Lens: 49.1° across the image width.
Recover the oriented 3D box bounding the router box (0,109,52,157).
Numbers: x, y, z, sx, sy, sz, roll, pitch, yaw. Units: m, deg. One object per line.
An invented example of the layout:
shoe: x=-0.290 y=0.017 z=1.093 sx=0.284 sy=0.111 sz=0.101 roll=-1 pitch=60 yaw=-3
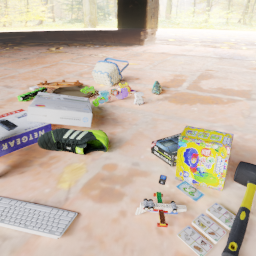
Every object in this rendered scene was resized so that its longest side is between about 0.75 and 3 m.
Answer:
router box: x=-4.061 y=0.118 z=9.488 sx=2.010 sy=0.547 sz=2.239 roll=21 pitch=32 yaw=37

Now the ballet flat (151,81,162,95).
ballet flat: x=1.497 y=-2.029 z=14.379 sx=0.546 sy=0.546 sz=1.470 roll=5 pitch=27 yaw=10

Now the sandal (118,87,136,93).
sandal: x=-0.066 y=-2.020 z=14.471 sx=1.098 sy=0.270 sz=0.447 roll=18 pitch=30 yaw=33

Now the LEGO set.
LEGO set: x=1.183 y=1.836 z=6.174 sx=1.476 sy=0.485 sz=1.976 roll=-21 pitch=43 yaw=-39

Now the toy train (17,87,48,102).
toy train: x=-4.623 y=-1.661 z=13.634 sx=0.496 sy=0.367 sz=1.758 roll=1 pitch=22 yaw=28

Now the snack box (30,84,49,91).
snack box: x=-4.766 y=-2.212 z=15.064 sx=0.363 sy=0.123 sz=1.009 roll=17 pitch=30 yaw=32

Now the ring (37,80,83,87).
ring: x=-3.538 y=-2.353 z=14.656 sx=2.404 sy=0.231 sz=2.404 roll=-1 pitch=15 yaw=0

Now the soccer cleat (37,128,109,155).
soccer cleat: x=-1.677 y=0.454 z=8.623 sx=2.191 sy=0.740 sz=0.888 roll=-3 pitch=33 yaw=-9

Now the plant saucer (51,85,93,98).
plant saucer: x=-2.701 y=-1.683 z=13.714 sx=2.044 sy=0.301 sz=2.044 roll=0 pitch=24 yaw=0

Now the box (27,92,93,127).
box: x=-2.478 y=-0.754 z=10.562 sx=2.126 sy=0.562 sz=2.727 roll=6 pitch=15 yaw=-13

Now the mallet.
mallet: x=2.711 y=1.766 z=6.078 sx=0.976 sy=0.610 sz=2.963 roll=14 pitch=33 yaw=20

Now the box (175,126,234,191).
box: x=1.957 y=0.752 z=7.233 sx=1.239 sy=1.286 sz=0.784 roll=11 pitch=27 yaw=22

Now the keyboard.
keyboard: x=-2.582 y=1.863 z=6.194 sx=2.854 sy=0.152 sz=0.803 roll=7 pitch=25 yaw=14

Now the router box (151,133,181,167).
router box: x=1.529 y=0.625 z=8.549 sx=1.356 sy=0.421 sz=1.016 roll=-15 pitch=29 yaw=-29

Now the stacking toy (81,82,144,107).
stacking toy: x=-0.699 y=-1.492 z=12.898 sx=2.527 sy=0.594 sz=1.905 roll=-10 pitch=26 yaw=-22

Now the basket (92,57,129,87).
basket: x=-1.042 y=-3.254 z=15.690 sx=1.642 sy=1.295 sz=1.862 roll=17 pitch=61 yaw=32
